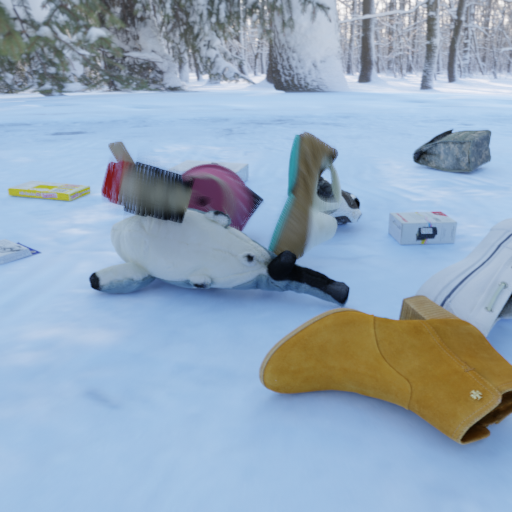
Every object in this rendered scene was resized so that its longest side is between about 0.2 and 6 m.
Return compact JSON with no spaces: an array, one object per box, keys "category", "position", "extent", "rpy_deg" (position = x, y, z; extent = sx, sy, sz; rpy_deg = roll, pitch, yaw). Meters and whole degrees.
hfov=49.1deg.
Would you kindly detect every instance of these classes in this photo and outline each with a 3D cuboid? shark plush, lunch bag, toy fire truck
[{"category":"shark plush","position":[-0.562,-0.169,8.600],"extent":[4.079,1.853,1.699],"rpy_deg":[2,-11,19]},{"category":"lunch bag","position":[5.866,-3.191,16.883],"extent":[1.918,1.128,1.573],"rpy_deg":[10,25,42]},{"category":"toy fire truck","position":[-1.651,-1.059,7.530],"extent":[1.338,0.861,1.177],"rpy_deg":[18,6,28]}]

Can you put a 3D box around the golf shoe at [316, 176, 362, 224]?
[{"category":"golf shoe","position":[1.597,-1.059,11.831],"extent":[1.087,0.894,2.301],"rpy_deg":[25,14,-6]}]

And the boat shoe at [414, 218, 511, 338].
[{"category":"boat shoe","position":[3.256,0.440,7.537],"extent":[3.101,1.140,1.035],"rpy_deg":[-29,48,-36]}]

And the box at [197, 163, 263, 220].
[{"category":"box","position":[-0.577,-1.101,10.708],"extent":[1.187,0.838,0.468],"rpy_deg":[38,13,-1]}]

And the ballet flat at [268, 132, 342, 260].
[{"category":"ballet flat","position":[0.874,-0.836,9.199],"extent":[1.013,0.950,2.800],"rpy_deg":[14,58,0]}]

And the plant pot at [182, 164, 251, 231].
[{"category":"plant pot","position":[-0.838,-0.903,9.781],"extent":[1.474,1.474,1.320],"rpy_deg":[0,4,1]}]

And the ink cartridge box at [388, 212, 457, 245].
[{"category":"ink cartridge box","position":[3.150,-0.540,10.706],"extent":[1.065,0.441,0.776],"rpy_deg":[-2,21,-5]}]

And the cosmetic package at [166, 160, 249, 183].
[{"category":"cosmetic package","position":[-1.273,-2.188,15.060],"extent":[1.860,0.481,1.402],"rpy_deg":[6,20,15]}]

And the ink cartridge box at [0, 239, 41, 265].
[{"category":"ink cartridge box","position":[-4.415,-0.104,9.930],"extent":[0.857,0.174,0.858],"rpy_deg":[16,26,37]}]

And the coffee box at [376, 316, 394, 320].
[{"category":"coffee box","position":[1.303,1.019,6.854],"extent":[0.627,0.224,1.020],"rpy_deg":[9,22,23]}]

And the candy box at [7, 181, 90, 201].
[{"category":"candy box","position":[-5.122,-1.616,13.882],"extent":[1.767,0.233,0.903],"rpy_deg":[7,19,16]}]

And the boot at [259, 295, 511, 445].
[{"category":"boot","position":[1.384,1.223,5.546],"extent":[2.362,0.831,1.691],"rpy_deg":[-17,35,-17]}]
